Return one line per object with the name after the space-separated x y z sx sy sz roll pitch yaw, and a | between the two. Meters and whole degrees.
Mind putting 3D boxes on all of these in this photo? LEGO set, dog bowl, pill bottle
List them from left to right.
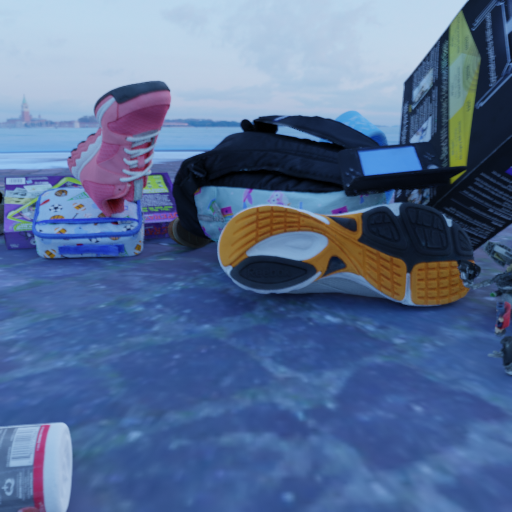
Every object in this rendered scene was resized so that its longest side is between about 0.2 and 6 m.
-1.667 1.331 3.382 1.006 0.557 0.557 -2 14 -10 | pill bottle
2.189 -1.716 11.929 0.751 1.688 3.028 34 -9 32 | dog bowl
3.366 0.585 6.455 2.156 0.941 3.319 8 29 38 | LEGO set

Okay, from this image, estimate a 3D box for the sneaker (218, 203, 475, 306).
1.168 -0.022 7.648 3.513 1.330 1.616 6 -6 -10 | sneaker

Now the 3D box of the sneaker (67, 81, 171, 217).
-1.981 -1.612 8.925 1.122 1.321 3.045 -22 -7 -37 | sneaker

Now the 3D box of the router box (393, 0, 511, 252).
3.659 -2.476 8.776 1.154 3.475 4.420 23 53 -11 | router box

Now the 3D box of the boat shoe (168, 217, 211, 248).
-1.240 -0.510 10.961 0.640 0.677 1.882 0 4 26 | boat shoe

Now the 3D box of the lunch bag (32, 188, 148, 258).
-2.963 -0.591 10.158 1.984 0.750 1.590 -3 38 -10 | lunch bag

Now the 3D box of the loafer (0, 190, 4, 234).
-5.534 -1.055 12.265 1.069 0.990 2.842 2 14 9 | loafer

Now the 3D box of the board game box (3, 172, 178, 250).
-3.354 -1.027 11.705 3.509 0.567 2.106 -5 34 -20 | board game box

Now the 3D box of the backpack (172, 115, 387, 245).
0.604 -1.019 9.410 3.267 2.068 2.726 11 42 28 | backpack

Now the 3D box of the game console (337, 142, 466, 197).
1.876 -1.271 7.479 1.410 0.820 1.240 -5 54 0 | game console
